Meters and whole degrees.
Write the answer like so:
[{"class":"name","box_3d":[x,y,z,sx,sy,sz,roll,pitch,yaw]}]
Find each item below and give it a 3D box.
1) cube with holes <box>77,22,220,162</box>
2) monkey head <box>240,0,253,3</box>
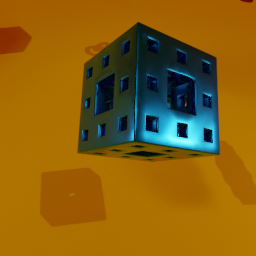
[{"class":"cube with holes","box_3d":[0.188,-0.227,2.832,0.994,0.994,0.994,11,75,-33]},{"class":"monkey head","box_3d":[3.041,-3.366,6.501,1.435,1.032,0.865,7,40,-8]}]
